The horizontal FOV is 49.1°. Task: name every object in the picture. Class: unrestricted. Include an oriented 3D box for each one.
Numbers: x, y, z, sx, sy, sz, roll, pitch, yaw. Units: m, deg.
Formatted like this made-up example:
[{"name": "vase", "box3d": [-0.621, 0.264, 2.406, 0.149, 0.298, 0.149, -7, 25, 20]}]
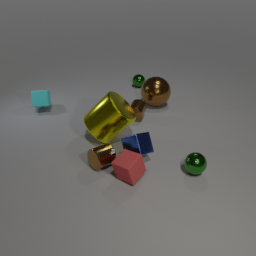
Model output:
[{"name": "ball", "box3d": [0.585, -2.569, 15.220, 0.700, 0.700, 0.700, 0, 30, 0]}, {"name": "cube", "box3d": [-3.913, -1.336, 12.660, 0.700, 0.700, 0.700, -4, 7, -5]}, {"name": "ball", "box3d": [2.128, 1.110, 8.819, 0.700, 0.700, 0.700, 0, 30, 0]}, {"name": "cylinder", "box3d": [0.376, -0.765, 12.039, 0.700, 0.700, 0.700, 10, 41, 16]}, {"name": "cube", "box3d": [0.312, 0.572, 9.228, 0.700, 0.700, 0.700, -20, -8, 42]}, {"name": "cube", "box3d": [0.031, 1.194, 8.629, 0.700, 0.700, 0.700, 14, 45, 38]}, {"name": "cylinder", "box3d": [-0.861, 0.933, 9.201, 0.700, 0.700, 0.700, -17, 34, -38]}, {"name": "cylinder", "box3d": [-0.671, -0.392, 10.324, 1.400, 1.400, 1.400, 41, 22, -21]}, {"name": "ball", "box3d": [1.294, -1.693, 13.049, 1.400, 1.400, 1.400, 0, 30, 0]}]
